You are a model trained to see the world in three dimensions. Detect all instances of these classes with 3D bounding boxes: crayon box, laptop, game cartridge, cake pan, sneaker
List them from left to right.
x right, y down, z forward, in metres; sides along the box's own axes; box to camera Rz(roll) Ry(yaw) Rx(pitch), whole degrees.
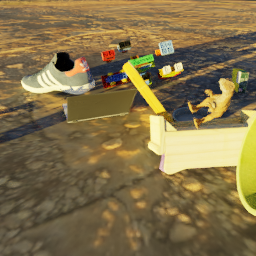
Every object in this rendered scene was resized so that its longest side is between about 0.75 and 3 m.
[{"bbox_3d":[-2.459,-1.902,9.391,2.940,1.242,1.102,4,31,25],"label":"sneaker"},{"bbox_3d":[-0.896,-0.840,7.884,1.782,1.103,1.903,-9,31,-16],"label":"laptop"},{"bbox_3d":[0.584,-0.815,7.471,0.307,1.668,1.892,-36,30,9],"label":"game cartridge"},{"bbox_3d":[1.801,-0.250,7.736,1.156,0.212,1.156,-1,30,0],"label":"cake pan"},{"bbox_3d":[3.697,-1.604,9.326,0.266,0.665,1.048,3,22,5],"label":"crayon box"}]

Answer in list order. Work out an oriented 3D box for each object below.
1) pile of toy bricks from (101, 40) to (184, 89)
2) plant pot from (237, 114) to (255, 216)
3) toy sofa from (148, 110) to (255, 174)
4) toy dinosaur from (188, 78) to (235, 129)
[{"bbox_3d":[0.390,-2.269,10.355,2.925,1.623,1.444,-14,-3,-6],"label":"pile of toy bricks"},{"bbox_3d":[3.221,0.686,4.769,1.917,2.019,2.019,14,30,-2],"label":"plant pot"},{"bbox_3d":[1.751,0.254,6.291,2.496,1.218,1.034,-4,5,-6],"label":"toy sofa"},{"bbox_3d":[1.779,-0.387,5.636,1.005,0.571,1.892,-20,-14,7],"label":"toy dinosaur"}]
